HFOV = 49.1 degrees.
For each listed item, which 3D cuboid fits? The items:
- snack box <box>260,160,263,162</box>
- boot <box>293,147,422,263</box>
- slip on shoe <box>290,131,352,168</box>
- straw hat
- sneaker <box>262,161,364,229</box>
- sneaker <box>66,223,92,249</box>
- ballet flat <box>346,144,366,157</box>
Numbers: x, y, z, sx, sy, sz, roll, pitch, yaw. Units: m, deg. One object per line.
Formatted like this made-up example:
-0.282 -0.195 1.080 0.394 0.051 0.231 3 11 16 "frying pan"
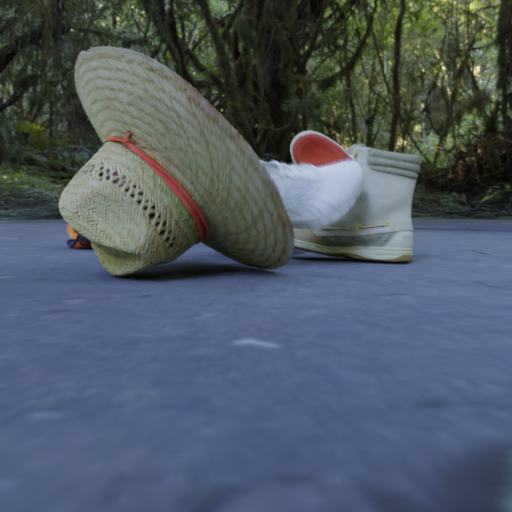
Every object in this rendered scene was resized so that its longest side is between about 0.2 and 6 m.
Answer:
-0.197 -1.173 9.756 0.563 1.764 3.037 -39 -22 18 "snack box"
1.411 -0.832 8.773 2.221 1.718 0.800 8 4 29 "boot"
1.495 -1.200 9.833 0.919 2.482 0.759 -38 -7 14 "slip on shoe"
-1.412 -0.574 6.631 1.522 3.596 3.596 -46 26 -21 "straw hat"
0.428 -0.856 7.701 2.314 1.008 0.862 -22 36 -10 "sneaker"
-3.160 -0.809 12.269 1.760 1.218 3.141 1 5 -4 "sneaker"
2.087 -1.338 11.293 0.816 2.406 0.906 -27 -27 37 "ballet flat"
